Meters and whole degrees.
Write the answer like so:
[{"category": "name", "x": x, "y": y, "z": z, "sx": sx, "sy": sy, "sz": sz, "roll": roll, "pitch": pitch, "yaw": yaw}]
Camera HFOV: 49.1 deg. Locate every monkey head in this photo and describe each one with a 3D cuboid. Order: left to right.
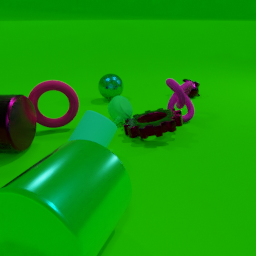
[{"category": "monkey head", "x": 2.275, "y": -1.481, "z": 10.443, "sx": 1.048, "sy": 0.632, "sz": 0.754, "roll": 1, "pitch": 25, "yaw": -30}]

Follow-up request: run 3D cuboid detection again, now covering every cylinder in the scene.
[{"category": "cylinder", "x": -2.943, "y": -0.117, "z": 6.333, "sx": 1.275, "sy": 1.275, "sz": 1.275, "roll": 1, "pitch": 23, "yaw": 9}, {"category": "cylinder", "x": -0.812, "y": 1.020, "z": 3.635, "sx": 1.360, "sy": 1.360, "sz": 1.360, "roll": 9, "pitch": 25, "yaw": 21}, {"category": "cylinder", "x": -0.743, "y": 0.154, "z": 5.978, "sx": 0.781, "sy": 0.781, "sz": 0.781, "roll": 18, "pitch": 72, "yaw": 36}]

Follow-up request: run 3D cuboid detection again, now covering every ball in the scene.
[{"category": "ball", "x": -0.608, "y": -1.470, "z": 9.921, "sx": 0.906, "sy": 0.906, "sz": 0.906, "roll": 0, "pitch": 23, "yaw": 0}]

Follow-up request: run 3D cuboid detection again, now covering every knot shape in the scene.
[{"category": "knot shape", "x": 1.480, "y": -0.928, "z": 8.097, "sx": 0.623, "sy": 1.262, "sz": 1.349, "roll": -6, "pitch": 52, "yaw": 32}]

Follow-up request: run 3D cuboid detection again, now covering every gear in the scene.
[{"category": "gear", "x": 0.653, "y": -0.149, "z": 7.321, "sx": 1.528, "sy": 0.283, "sz": 1.528, "roll": -12, "pitch": 18, "yaw": 4}]

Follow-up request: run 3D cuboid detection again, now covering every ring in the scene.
[{"category": "ring", "x": -1.943, "y": -0.606, "z": 7.332, "sx": 1.318, "sy": 1.318, "sz": 0.264, "roll": -6, "pitch": 27, "yaw": -14}]

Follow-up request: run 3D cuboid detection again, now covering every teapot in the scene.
[{"category": "teapot", "x": -0.272, "y": -0.482, "z": 8.026, "sx": 0.610, "sy": 0.775, "sz": 1.246, "roll": -25, "pitch": 37, "yaw": 30}]
